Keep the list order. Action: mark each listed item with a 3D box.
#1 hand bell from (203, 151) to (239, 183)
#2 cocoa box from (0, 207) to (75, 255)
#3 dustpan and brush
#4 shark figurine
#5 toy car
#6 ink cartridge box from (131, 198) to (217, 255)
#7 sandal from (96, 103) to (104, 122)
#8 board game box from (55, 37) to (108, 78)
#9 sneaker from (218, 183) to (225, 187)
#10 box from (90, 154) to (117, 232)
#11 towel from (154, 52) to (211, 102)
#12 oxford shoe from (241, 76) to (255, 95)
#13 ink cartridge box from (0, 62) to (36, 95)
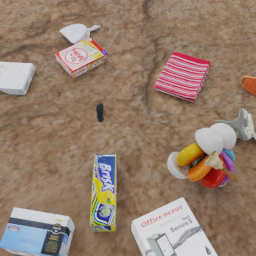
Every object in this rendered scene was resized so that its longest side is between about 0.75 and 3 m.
[{"bbox_3d":[2.611,1.131,7.614,1.001,0.521,0.521,41,64,4],"label":"hand bell"},{"bbox_3d":[-2.664,3.262,8.467,1.771,1.181,1.162,8,57,5],"label":"cocoa box"},{"bbox_3d":[-2.293,-4.957,14.374,2.011,0.576,1.404,-36,61,-14],"label":"dustpan and brush"},{"bbox_3d":[4.112,0.154,10.508,1.123,2.692,1.608,-20,84,31],"label":"shark figurine"},{"bbox_3d":[2.620,1.042,9.060,2.305,2.017,1.728,-13,62,-46],"label":"toy car"},{"bbox_3d":[1.417,3.636,8.301,1.822,1.052,2.504,-21,59,-14],"label":"ink cartridge box"},{"bbox_3d":[-1.167,-0.639,11.675,0.316,0.202,0.842,0,69,-1],"label":"sandal"},{"bbox_3d":[-2.184,-3.356,13.272,1.999,0.463,1.514,-33,63,-20],"label":"board game box"},{"bbox_3d":[3.200,1.265,10.048,0.645,0.779,1.634,1,57,-3],"label":"sneaker"},{"bbox_3d":[-0.782,2.123,9.418,0.788,0.859,2.451,-1,57,-1],"label":"box"},{"bbox_3d":[2.503,-2.410,12.674,1.930,0.300,2.669,21,56,14],"label":"towel"},{"bbox_3d":[5.939,-1.837,12.235,2.051,0.731,0.748,23,43,7],"label":"oxford shoe"},{"bbox_3d":[-5.373,-2.258,12.598,1.986,0.497,1.598,3,57,7],"label":"ink cartridge box"}]
